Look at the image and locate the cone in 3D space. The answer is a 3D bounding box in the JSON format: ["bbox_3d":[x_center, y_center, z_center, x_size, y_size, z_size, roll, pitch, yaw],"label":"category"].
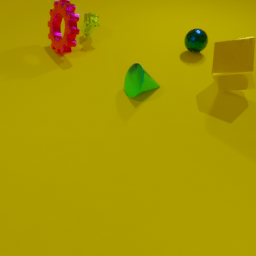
[{"bbox_3d":[0.551,-1.281,8.053,0.974,0.970,0.970,6,39,-32],"label":"cone"}]

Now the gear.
[{"bbox_3d":[-2.138,-3.281,9.158,0.309,1.671,1.671,-8,41,-39],"label":"gear"}]

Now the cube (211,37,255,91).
[{"bbox_3d":[2.886,-1.669,7.505,1.005,1.005,1.005,1,72,30],"label":"cube"}]

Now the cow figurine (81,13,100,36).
[{"bbox_3d":[-1.346,-3.632,9.886,0.557,1.015,0.998,9,47,-22],"label":"cow figurine"}]

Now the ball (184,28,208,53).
[{"bbox_3d":[2.270,-2.909,9.334,0.785,0.785,0.785,0,45,0],"label":"ball"}]
